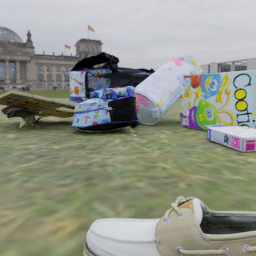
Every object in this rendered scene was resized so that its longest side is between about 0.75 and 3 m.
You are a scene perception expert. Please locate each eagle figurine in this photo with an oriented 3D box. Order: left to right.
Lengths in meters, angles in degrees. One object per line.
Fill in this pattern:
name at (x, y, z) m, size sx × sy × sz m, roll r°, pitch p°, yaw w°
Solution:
eagle figurine at (-2.556, -0.303, 6.885) m, size 0.669 × 0.881 × 0.665 m, roll -30°, pitch 38°, yaw 25°

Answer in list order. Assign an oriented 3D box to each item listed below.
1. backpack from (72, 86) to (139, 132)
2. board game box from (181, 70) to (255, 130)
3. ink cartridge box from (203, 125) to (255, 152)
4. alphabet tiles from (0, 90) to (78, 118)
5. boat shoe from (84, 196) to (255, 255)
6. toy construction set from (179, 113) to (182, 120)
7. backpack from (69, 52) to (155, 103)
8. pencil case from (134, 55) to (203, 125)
backpack at (-0.579, -0.389, 6.283) m, size 1.396 × 0.939 × 1.275 m, roll -8°, pitch 5°, yaw -14°
board game box at (2.569, -0.577, 6.273) m, size 1.355 × 1.331 × 2.583 m, roll -4°, pitch 8°, yaw -30°
ink cartridge box at (1.909, 0.148, 4.799) m, size 0.778 × 0.274 × 1.304 m, roll -1°, pitch 10°, yaw -13°
alphabet tiles at (-2.341, -0.526, 7.448) m, size 2.254 × 0.102 × 2.696 m, roll 10°, pitch -9°, yaw -37°
boat shoe at (0.303, 0.522, 1.362) m, size 1.079 × 0.369 × 0.403 m, roll 2°, pitch 7°, yaw 14°
toy construction set at (1.831, -0.727, 8.276) m, size 1.127 × 1.223 × 1.467 m, roll -13°, pitch 22°, yaw -30°
backpack at (-0.612, -1.178, 8.806) m, size 2.411 × 1.950 × 2.531 m, roll 14°, pitch 7°, yaw 36°
pencil case at (1.114, -1.130, 8.041) m, size 1.163 × 1.065 × 2.563 m, roll 31°, pitch 51°, yaw 26°
